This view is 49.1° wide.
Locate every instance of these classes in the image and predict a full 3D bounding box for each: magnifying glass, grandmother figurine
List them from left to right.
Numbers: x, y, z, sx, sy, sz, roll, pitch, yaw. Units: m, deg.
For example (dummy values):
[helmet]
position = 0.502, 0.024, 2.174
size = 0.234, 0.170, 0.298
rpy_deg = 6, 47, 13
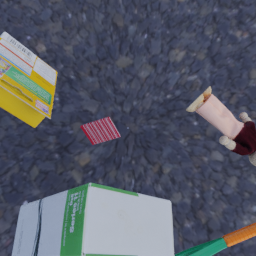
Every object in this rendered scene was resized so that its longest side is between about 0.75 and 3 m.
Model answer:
[magnifying glass]
position = 1.992, 2.763, 6.496
size = 2.591, 1.031, 0.290
rpy_deg = -25, 71, 0
[grandmother figurine]
position = 2.423, 0.094, 6.256
size = 2.296, 0.695, 1.392
rpy_deg = 46, 59, 6

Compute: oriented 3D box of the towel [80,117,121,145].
[towel]
position = -0.723, 0.080, 7.300
size = 0.922, 0.104, 0.666
rpy_deg = -16, 121, 25

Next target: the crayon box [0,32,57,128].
[crayon box]
position = -2.126, -0.919, 5.365
size = 0.567, 2.197, 1.381
rpy_deg = -43, 120, 16

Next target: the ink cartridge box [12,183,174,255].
[ink cartridge box]
position = -0.786, 2.059, 5.621
size = 2.040, 2.783, 1.156
rpy_deg = 22, 57, -36
